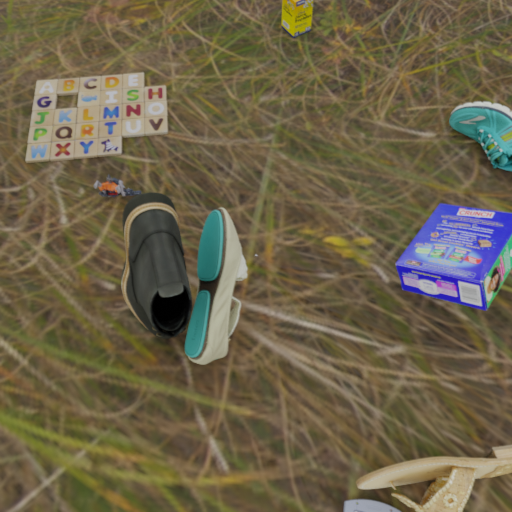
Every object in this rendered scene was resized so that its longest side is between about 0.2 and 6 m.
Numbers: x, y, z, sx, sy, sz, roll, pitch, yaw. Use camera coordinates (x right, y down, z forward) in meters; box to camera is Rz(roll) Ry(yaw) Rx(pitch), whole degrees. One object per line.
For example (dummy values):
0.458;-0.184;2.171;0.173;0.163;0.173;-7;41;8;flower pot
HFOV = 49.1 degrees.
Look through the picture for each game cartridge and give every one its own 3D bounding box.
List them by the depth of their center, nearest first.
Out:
1.769;4.053;8.535;0.891;0.182;0.593;10;62;6;game cartridge

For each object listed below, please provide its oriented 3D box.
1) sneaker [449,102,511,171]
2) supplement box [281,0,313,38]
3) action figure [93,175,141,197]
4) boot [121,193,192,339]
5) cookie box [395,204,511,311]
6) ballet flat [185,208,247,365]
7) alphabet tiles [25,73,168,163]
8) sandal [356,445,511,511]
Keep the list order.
5.393;-2.480;12.218;2.641;1.023;1.052;34;72;20;sneaker
1.065;-6.360;14.574;0.586;1.077;0.590;-29;62;-16;supplement box
-2.853;-1.450;11.569;0.900;0.870;0.471;-2;99;-2;action figure
-1.460;0.821;8.666;1.158;2.989;2.067;-14;45;-10;boot
3.435;-0.049;9.346;1.490;0.654;1.741;14;49;41;cookie box
-0.612;0.539;9.660;0.926;0.926;2.666;11;88;7;ballet flat
-3.698;-3.345;13.238;3.186;0.120;2.663;-6;58;-3;alphabet tiles
2.978;3.537;8.360;2.791;1.024;0.918;-6;53;-10;sandal
